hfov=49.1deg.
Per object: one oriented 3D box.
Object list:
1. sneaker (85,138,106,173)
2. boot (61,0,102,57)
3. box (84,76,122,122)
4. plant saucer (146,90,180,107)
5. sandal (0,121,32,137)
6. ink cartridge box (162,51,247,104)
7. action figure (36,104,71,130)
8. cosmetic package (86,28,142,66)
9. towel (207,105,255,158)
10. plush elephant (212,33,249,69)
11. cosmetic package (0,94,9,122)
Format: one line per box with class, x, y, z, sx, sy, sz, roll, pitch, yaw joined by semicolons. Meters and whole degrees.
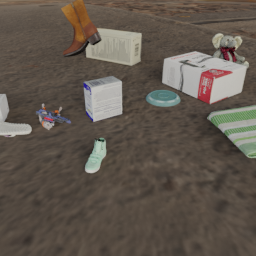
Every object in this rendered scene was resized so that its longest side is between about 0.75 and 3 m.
sneaker;-0.833;0.652;7.080;0.371;0.594;1.008;9;32;12
boot;-1.999;-3.613;10.183;1.595;1.694;0.580;-26;6;17
box;-0.814;-0.973;9.248;1.117;1.215;0.637;-17;34;-27
plant saucer;1.335;-1.170;10.634;1.310;0.179;1.310;0;29;0
sandal;-3.549;0.091;8.379;1.248;0.307;0.508;5;43;-17
ink cartridge box;2.989;-2.143;11.343;1.966;1.110;2.678;-21;37;-30
action figure;-2.410;-0.305;9.001;1.103;0.577;1.067;21;34;-16
cosmetic package;-0.800;-4.321;14.739;2.913;1.532;1.035;19;33;26
towel;3.733;0.001;8.045;2.136;0.328;2.801;-8;24;-4
plush elephant;4.951;-3.833;13.833;1.643;1.544;1.995;-4;30;-7
cosmetic package;-5.002;-0.582;9.119;1.900;0.677;0.964;-4;30;-9
